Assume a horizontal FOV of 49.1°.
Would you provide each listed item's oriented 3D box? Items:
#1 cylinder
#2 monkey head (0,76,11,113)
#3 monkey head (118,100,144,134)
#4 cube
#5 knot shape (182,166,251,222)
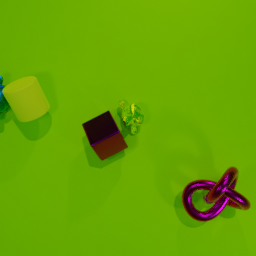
[{"bbox_3d":[-2.633,-0.757,7.302,0.892,0.892,0.892,-20,122,-1],"label":"cylinder"},{"bbox_3d":[-3.648,-0.820,7.752,0.898,0.752,1.249,7,94,-1],"label":"monkey head"},{"bbox_3d":[0.030,-0.287,7.740,0.757,0.634,1.053,-32,101,-37],"label":"monkey head"},{"bbox_3d":[-0.612,0.210,7.510,0.832,0.832,0.832,-27,52,-2],"label":"cube"},{"bbox_3d":[2.333,1.643,7.122,1.736,1.624,0.802,1,42,-9],"label":"knot shape"}]
